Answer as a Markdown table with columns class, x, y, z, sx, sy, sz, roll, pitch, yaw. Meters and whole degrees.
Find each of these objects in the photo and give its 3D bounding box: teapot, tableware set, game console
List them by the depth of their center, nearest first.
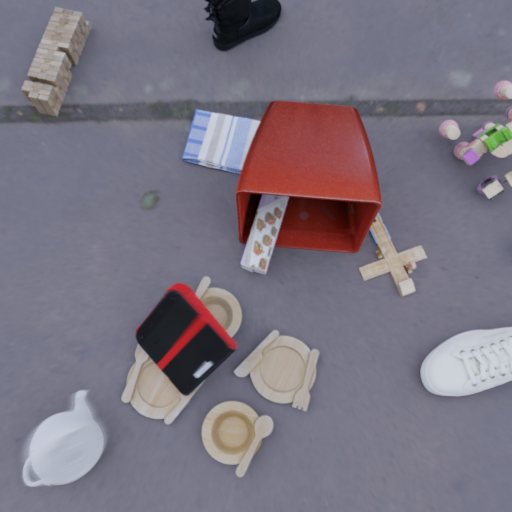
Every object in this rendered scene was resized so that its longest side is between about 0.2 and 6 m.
| class | x | y | z | sx | sy | sz | roll | pitch | yaw |
| --- | --- | --- | --- | --- | --- | --- | --- | --- | --- |
| teapot | -3.092 | 2.953 | 8.876 | 1.196 | 1.180 | 0.873 | -18 | 30 | -38 |
| game console | -1.180 | 1.345 | 8.976 | 1.422 | 1.608 | 0.250 | 46 | 36 | 7 |
| tableware set | -0.583 | 2.006 | 9.437 | 3.012 | 0.349 | 2.516 | 32 | 76 | 10 |

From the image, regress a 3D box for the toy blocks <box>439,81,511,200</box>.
| class | x | y | z | sx | sy | sz | roll | pitch | yaw |
| --- | --- | --- | --- | --- | --- | --- | --- | --- | --- |
| toy blocks | 4.418 | -2.202 | 10.472 | 1.504 | 1.354 | 1.609 | -35 | 100 | 19 |

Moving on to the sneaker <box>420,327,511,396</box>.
| class | x | y | z | sx | sy | sz | roll | pitch | yaw |
| --- | --- | --- | --- | --- | --- | --- | --- | --- | --- |
| sneaker | 4.063 | 1.567 | 9.182 | 2.717 | 1.150 | 0.989 | -18 | 75 | -4 |

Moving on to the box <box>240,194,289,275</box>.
| class | x | y | z | sx | sy | sz | roll | pitch | yaw |
| --- | --- | --- | --- | --- | --- | --- | --- | --- | --- |
| box | 0.290 | -0.878 | 10.118 | 0.470 | 0.504 | 2.430 | 17 | 82 | 2 |

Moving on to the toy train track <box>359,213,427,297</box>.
| class | x | y | z | sx | sy | sz | roll | pitch | yaw |
| --- | --- | --- | --- | --- | --- | --- | --- | --- | --- |
| toy train track | 2.327 | -0.329 | 10.180 | 1.255 | 0.356 | 2.189 | -20 | 73 | -7 |

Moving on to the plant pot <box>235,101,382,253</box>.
| class | x | y | z | sx | sy | sz | roll | pitch | yaw |
| --- | --- | --- | --- | --- | --- | --- | --- | --- | --- |
| plant pot | 0.851 | -1.388 | 9.587 | 2.194 | 2.192 | 1.933 | 4 | 70 | 1 |

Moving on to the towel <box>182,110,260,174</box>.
| class | x | y | z | sx | sy | sz | roll | pitch | yaw |
| --- | --- | --- | --- | --- | --- | --- | --- | --- | --- |
| towel | -0.523 | -2.200 | 10.849 | 1.644 | 0.196 | 1.207 | 12 | 72 | 4 |

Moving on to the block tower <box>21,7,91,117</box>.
| class | x | y | z | sx | sy | sz | roll | pitch | yaw |
| --- | --- | --- | --- | --- | --- | --- | --- | --- | --- |
| block tower | -3.974 | -3.921 | 11.171 | 0.588 | 0.629 | 2.176 | 12 | 72 | 4 |

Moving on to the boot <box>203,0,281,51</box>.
| class | x | y | z | sx | sy | sz | roll | pitch | yaw |
| --- | --- | --- | --- | --- | --- | --- | --- | --- | --- |
| boot | -0.220 | -4.976 | 11.041 | 1.809 | 1.482 | 0.669 | -35 | 75 | -11 |
